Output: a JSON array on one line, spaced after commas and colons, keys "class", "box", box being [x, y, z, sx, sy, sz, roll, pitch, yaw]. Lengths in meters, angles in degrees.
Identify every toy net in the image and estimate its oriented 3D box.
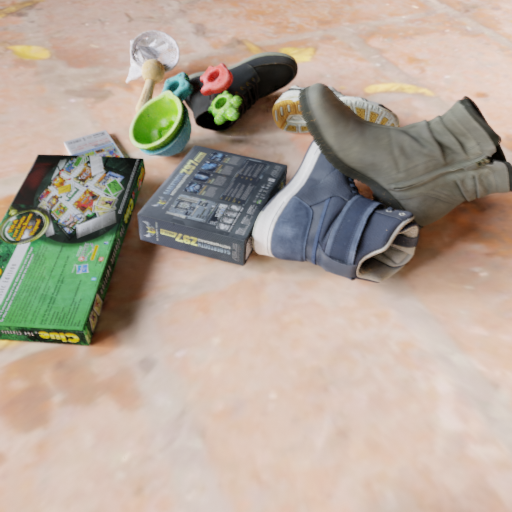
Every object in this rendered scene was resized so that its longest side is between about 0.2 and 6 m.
[{"class": "toy net", "box": [-1.810, -3.696, 11.394, 2.170, 0.799, 4.136, -35, 53, 13]}]

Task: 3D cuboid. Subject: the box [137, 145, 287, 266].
[{"class": "box", "box": [-0.653, -0.925, 9.368, 1.807, 0.585, 2.291, 14, 42, 11]}]

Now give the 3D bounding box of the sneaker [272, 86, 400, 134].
[{"class": "sneaker", "box": [1.650, -2.989, 11.238, 2.535, 0.959, 1.111, 14, 47, 12]}]

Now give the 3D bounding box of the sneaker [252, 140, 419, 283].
[{"class": "sneaker", "box": [1.639, -0.875, 8.901, 2.244, 1.181, 3.106, 16, 54, 26]}]

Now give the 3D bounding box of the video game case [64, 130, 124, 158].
[{"class": "video game case", "box": [-3.121, -1.987, 10.847, 0.873, 0.110, 1.219, -22, 50, -20]}]

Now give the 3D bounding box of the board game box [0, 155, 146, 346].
[{"class": "board game box", "box": [-3.125, -0.300, 8.926, 1.985, 0.445, 3.790, 5, 47, 2]}]

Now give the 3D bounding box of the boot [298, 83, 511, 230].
[{"class": "boot", "box": [2.294, -1.790, 8.326, 3.160, 2.064, 1.070, 42, 39, -22]}]

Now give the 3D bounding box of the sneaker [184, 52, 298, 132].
[{"class": "sneaker", "box": [-0.202, -3.347, 11.714, 2.546, 0.952, 1.352, -17, 52, -3]}]
